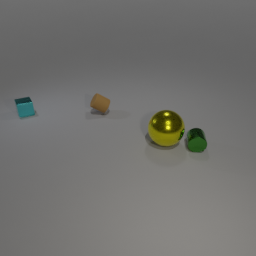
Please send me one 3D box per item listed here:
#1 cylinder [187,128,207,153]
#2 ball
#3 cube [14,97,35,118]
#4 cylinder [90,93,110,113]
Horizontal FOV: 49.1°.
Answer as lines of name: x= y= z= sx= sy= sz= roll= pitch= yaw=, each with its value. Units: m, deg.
cylinder: x=2.607 y=0.460 z=10.639 sx=0.700 sy=0.700 sz=0.700 roll=3 pitch=30 yaw=5
ball: x=1.456 y=0.004 z=10.673 sx=1.400 sy=1.400 sz=1.400 roll=0 pitch=30 yaw=0
cube: x=-4.826 y=-0.966 z=13.077 sx=0.700 sy=0.700 sz=0.700 roll=-15 pitch=34 yaw=-24
cylinder: x=-1.288 y=-1.155 z=12.973 sx=0.700 sy=0.700 sz=0.700 roll=25 pitch=22 yaw=-23
